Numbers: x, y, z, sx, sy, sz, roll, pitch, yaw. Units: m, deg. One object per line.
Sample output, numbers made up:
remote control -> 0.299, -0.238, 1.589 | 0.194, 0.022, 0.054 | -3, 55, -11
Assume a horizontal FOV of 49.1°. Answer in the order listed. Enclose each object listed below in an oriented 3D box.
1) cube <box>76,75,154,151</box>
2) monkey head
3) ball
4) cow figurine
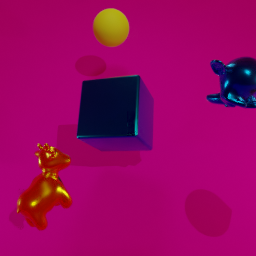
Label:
cube -> -0.220, -0.263, 6.398 | 1.350, 1.350, 1.350 | -3, 73, 18
monkey head -> 1.675, -0.707, 4.398 | 1.292, 0.929, 0.778 | 1, 96, -30
ball -> -0.510, -3.008, 8.443 | 1.082, 1.082, 1.082 | 0, 56, 0
cow figurine -> -1.087, 0.709, 3.597 | 0.500, 0.897, 0.912 | -4, 27, 46
